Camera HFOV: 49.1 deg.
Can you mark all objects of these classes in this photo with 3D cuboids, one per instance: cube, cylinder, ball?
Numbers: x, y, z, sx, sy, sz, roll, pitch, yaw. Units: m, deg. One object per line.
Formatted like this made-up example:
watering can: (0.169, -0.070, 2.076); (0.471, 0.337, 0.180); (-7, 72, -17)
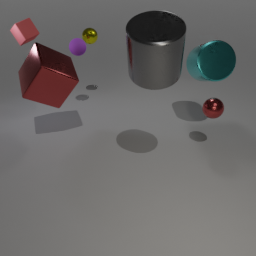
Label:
cube: (-4.106, -3.829, 11.156); (0.700, 0.700, 0.700); (-42, 19, -33)
cylinder: (3.020, -2.430, 10.335); (1.400, 1.400, 1.400); (-2, 10, -4)
ball: (2.837, -0.659, 9.328); (0.700, 0.700, 0.700); (0, 30, 0)
cube: (-2.752, -1.771, 9.632); (1.400, 1.400, 1.400); (16, 38, -41)
cylinder: (0.674, -1.915, 6.956); (1.400, 1.400, 1.400); (-2, 52, 2)
ball: (-2.045, -3.293, 11.393); (0.700, 0.700, 0.700); (0, 30, 0)
ball: (-1.690, -4.080, 12.427); (0.700, 0.700, 0.700); (0, 30, 0)
